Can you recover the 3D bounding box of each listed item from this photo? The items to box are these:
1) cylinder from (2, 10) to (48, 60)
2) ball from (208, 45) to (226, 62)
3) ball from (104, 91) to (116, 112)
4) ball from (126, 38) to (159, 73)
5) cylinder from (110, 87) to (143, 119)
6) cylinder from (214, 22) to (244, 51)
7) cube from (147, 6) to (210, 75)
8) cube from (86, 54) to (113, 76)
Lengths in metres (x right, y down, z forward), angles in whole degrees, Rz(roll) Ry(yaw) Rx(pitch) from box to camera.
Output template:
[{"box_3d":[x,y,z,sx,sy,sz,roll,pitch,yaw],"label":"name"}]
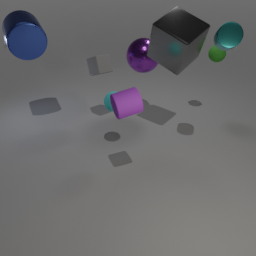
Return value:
[{"box_3d":[-3.833,-3.442,10.383,1.400,1.400,1.400,-13,42,-21],"label":"cylinder"},{"box_3d":[3.664,-3.061,11.507,0.700,0.700,0.700,0,30,0],"label":"ball"},{"box_3d":[-0.475,-0.900,9.577,0.700,0.700,0.700,0,30,0],"label":"ball"},{"box_3d":[0.632,-2.971,11.501,1.400,1.400,1.400,0,30,0],"label":"ball"},{"box_3d":[-0.041,-0.656,7.420,0.700,0.700,0.700,-19,34,-11],"label":"cylinder"},{"box_3d":[2.839,-2.589,7.957,0.700,0.700,0.700,5,10,9],"label":"cylinder"},{"box_3d":[1.682,-2.978,9.596,1.400,1.400,1.400,38,61,17],"label":"cube"},{"box_3d":[-1.115,-2.498,11.118,0.700,0.700,0.700,-20,14,-37],"label":"cube"}]
